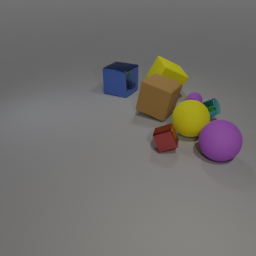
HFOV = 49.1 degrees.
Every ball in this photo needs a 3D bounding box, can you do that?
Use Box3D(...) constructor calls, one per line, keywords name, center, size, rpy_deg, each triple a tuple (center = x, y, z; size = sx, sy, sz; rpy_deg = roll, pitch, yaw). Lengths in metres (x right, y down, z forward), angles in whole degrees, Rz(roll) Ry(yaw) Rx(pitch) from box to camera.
Box3D(name="ball", center=(2.369, -0.360, 10.588), size=(1.400, 1.400, 1.400), rpy_deg=(0, 29, 0))
Box3D(name="ball", center=(3.102, 0.422, 9.413), size=(1.400, 1.400, 1.400), rpy_deg=(0, 29, 0))

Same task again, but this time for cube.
Box3D(name="cube", center=(1.347, 0.339, 9.935), size=(0.700, 0.700, 0.700), rpy_deg=(-18, 17, 18))
Box3D(name="cube", center=(1.895, -2.485, 13.987), size=(1.400, 1.400, 1.400), rpy_deg=(19, 30, -23))
Box3D(name="cube", center=(1.358, -1.379, 12.290), size=(1.400, 1.400, 1.400), rpy_deg=(25, 34, 19))
Box3D(name="cube", center=(-0.368, -2.575, 14.758), size=(1.400, 1.400, 1.400), rpy_deg=(14, 32, 24))

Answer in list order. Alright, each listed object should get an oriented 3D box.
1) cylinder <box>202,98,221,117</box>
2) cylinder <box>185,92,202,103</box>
Box3D(name="cylinder", center=(3.475, -0.832, 11.926), size=(0.700, 0.700, 0.700), rpy_deg=(-20, 15, 36))
Box3D(name="cylinder", center=(3.032, -1.210, 12.969), size=(0.700, 0.700, 0.700), rpy_deg=(12, 33, 21))
